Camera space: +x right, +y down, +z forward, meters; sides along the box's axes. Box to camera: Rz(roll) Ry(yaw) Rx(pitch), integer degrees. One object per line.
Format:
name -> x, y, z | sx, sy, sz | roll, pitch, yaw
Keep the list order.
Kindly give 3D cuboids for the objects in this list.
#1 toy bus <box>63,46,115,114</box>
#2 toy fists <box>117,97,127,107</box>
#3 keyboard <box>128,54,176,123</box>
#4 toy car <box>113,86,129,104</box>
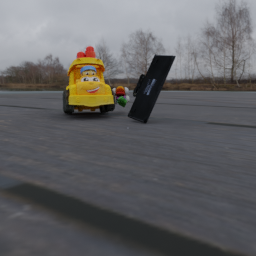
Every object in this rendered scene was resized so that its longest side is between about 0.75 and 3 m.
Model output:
toy bus -> -1.650, -1.999, 11.505 | 1.989, 2.813, 2.930 | -1, 2, -14
toy fists -> -0.252, -1.141, 12.034 | 0.390, 0.263, 0.764 | 29, -12, 0
keyboard -> 0.743, -1.410, 9.799 | 0.315, 2.456, 1.475 | 26, -2, -37
toy car -> -0.330, -1.448, 12.703 | 0.762, 0.871, 0.653 | -6, 12, 0
